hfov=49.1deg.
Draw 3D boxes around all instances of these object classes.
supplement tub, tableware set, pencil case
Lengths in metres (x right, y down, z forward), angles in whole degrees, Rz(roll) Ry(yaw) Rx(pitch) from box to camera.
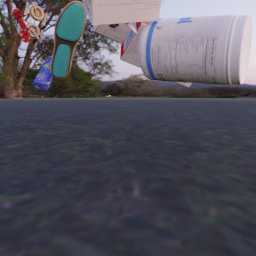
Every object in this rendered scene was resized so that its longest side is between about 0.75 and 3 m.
[{"bbox_3d":[1.319,-1.540,5.576,1.960,1.293,1.293,8,10,28],"label":"supplement tub"},{"bbox_3d":[-3.500,-4.016,10.563,0.886,1.341,0.269,18,-13,-42],"label":"tableware set"},{"bbox_3d":[-3.189,-2.157,11.138,0.662,1.524,0.595,4,-29,32],"label":"pencil case"}]

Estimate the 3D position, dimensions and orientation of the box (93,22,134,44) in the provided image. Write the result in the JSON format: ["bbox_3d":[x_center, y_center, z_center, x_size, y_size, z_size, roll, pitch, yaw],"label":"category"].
[{"bbox_3d":[-0.045,-3.997,10.980,2.323,0.698,1.355,14,-32,-35],"label":"box"}]

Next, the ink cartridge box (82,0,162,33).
[{"bbox_3d":[-0.150,-2.949,5.047,1.351,2.157,1.386,-8,51,-13],"label":"ink cartridge box"}]

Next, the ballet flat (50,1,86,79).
[{"bbox_3d":[-2.268,-3.204,10.132,0.976,2.842,0.896,15,26,-22],"label":"ballet flat"}]

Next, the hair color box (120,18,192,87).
[{"bbox_3d":[1.284,-2.540,9.267,2.741,0.876,1.520,18,-42,-20],"label":"hair color box"}]

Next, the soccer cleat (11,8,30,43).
[{"bbox_3d":[-2.813,-2.678,7.336,0.301,0.876,0.373,-30,33,-24],"label":"soccer cleat"}]
